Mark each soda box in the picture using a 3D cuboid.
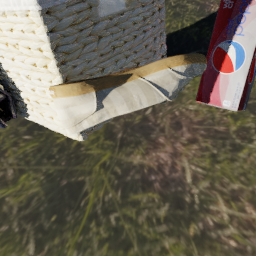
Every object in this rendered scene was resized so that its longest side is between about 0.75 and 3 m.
[{"bbox_3d":[2.366,-1.894,5.972,0.944,2.976,1.042,18,12,30],"label":"soda box"}]

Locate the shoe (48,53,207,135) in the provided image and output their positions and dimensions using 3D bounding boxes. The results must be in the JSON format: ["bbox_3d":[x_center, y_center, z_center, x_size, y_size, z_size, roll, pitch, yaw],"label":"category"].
[{"bbox_3d":[0.103,-0.413,2.999,1.844,0.645,0.492,-18,101,-24],"label":"shoe"}]

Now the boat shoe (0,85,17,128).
[{"bbox_3d":[-2.420,-0.800,4.574,0.865,1.866,0.697,19,53,21],"label":"boat shoe"}]

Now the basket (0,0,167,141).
[{"bbox_3d":[-1.150,-1.680,5.313,2.946,2.369,2.920,19,42,35],"label":"basket"}]
